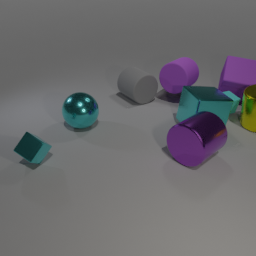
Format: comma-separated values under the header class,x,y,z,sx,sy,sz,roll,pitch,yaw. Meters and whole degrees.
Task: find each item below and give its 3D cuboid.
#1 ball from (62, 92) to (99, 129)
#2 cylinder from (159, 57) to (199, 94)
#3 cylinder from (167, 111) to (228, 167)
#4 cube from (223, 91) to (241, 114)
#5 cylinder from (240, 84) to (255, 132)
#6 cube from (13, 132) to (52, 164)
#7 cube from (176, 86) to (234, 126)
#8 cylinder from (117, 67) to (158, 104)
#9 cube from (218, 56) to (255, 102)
class,x,y,z,sx,sy,sz,roll,pitch,yaw
ball,-1.812,-0.665,10.700,1.400,1.400,1.400,0,29,0
cylinder,2.351,-2.419,12.812,1.400,1.400,1.400,18,31,28
cylinder,2.191,0.323,8.911,1.400,1.400,1.400,-25,38,-38
cube,4.123,-1.045,11.751,0.700,0.700,0.700,-14,43,-25
cylinder,5.078,-0.757,10.661,1.400,1.400,1.400,-5,35,4
cube,-2.931,0.629,8.667,0.700,0.700,0.700,32,-7,10
cube,2.832,-0.690,10.569,1.400,1.400,1.400,0,29,-16
cylinder,0.437,-1.996,13.033,1.400,1.400,1.400,-18,34,-28
cube,4.962,-2.195,12.692,1.400,1.400,1.400,13,67,11
